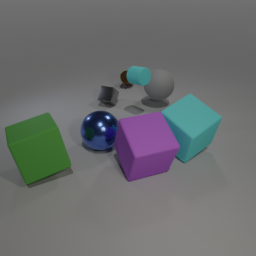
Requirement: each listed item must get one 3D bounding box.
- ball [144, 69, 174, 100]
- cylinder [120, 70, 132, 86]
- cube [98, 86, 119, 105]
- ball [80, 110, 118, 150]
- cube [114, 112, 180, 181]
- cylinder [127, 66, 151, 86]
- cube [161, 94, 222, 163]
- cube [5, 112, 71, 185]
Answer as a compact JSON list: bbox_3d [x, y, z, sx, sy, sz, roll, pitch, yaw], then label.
[{"bbox_3d":[1.426,-1.978,12.863,1.400,1.400,1.400,0,29,0],"label":"ball"},{"bbox_3d":[-0.036,-2.724,15.324,0.700,0.700,0.700,4,-2,8],"label":"cylinder"},{"bbox_3d":[-0.922,-1.526,13.225,0.700,0.700,0.700,11,-6,19],"label":"cube"},{"bbox_3d":[-0.966,0.085,9.830,1.400,1.400,1.400,0,29,0],"label":"ball"},{"bbox_3d":[0.503,0.552,8.525,1.400,1.400,1.400,-11,54,-19],"label":"cube"},{"bbox_3d":[0.426,-2.079,11.153,0.700,0.700,0.700,-25,31,-37],"label":"cylinder"},{"bbox_3d":[1.982,-0.001,9.344,1.400,1.400,1.400,-31,58,-25],"label":"cube"},{"bbox_3d":[-2.713,0.563,8.450,1.400,1.400,1.400,-22,29,-17],"label":"cube"}]
